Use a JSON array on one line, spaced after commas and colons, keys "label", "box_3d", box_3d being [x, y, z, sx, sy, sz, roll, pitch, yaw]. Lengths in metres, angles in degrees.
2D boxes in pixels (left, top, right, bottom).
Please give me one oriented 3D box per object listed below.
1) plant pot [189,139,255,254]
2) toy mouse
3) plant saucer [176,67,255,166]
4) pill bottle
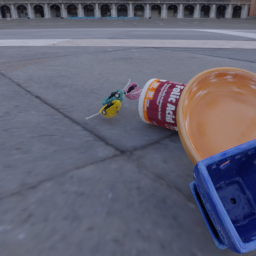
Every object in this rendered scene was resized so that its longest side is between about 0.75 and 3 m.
[{"label": "plant pot", "box_3d": [1.380, 0.844, 3.388, 1.034, 0.930, 1.034, -18, 65, -10]}, {"label": "toy mouse", "box_3d": [-0.144, -0.842, 7.715, 1.771, 0.343, 1.574, -21, 25, 34]}, {"label": "plant saucer", "box_3d": [1.991, 0.092, 4.802, 2.570, 0.481, 2.570, 7, 59, -12]}, {"label": "pill bottle", "box_3d": [1.377, -0.466, 6.688, 2.025, 1.156, 1.156, 16, 28, 31]}]
